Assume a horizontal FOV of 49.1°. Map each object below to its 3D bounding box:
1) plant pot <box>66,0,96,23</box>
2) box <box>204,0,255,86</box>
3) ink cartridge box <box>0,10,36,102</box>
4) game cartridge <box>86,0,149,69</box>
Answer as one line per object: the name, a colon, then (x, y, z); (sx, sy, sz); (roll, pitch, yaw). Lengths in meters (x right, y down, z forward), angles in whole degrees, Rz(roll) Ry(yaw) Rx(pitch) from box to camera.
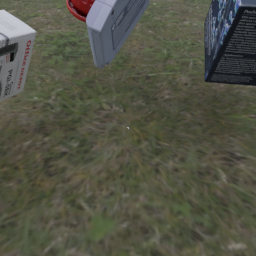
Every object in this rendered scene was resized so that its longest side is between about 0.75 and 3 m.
plant pot: (-1.138, -4.484, 9.394); (1.717, 1.563, 1.717); (14, 47, -16)
box: (2.992, -2.723, 6.976); (1.559, 2.912, 2.161); (5, 68, 2)
ink cartridge box: (-3.394, -1.377, 6.205); (1.067, 1.889, 2.574); (32, 35, 5)
game cartridge: (-0.143, -3.172, 7.325); (0.584, 1.923, 2.884); (28, 71, 7)
